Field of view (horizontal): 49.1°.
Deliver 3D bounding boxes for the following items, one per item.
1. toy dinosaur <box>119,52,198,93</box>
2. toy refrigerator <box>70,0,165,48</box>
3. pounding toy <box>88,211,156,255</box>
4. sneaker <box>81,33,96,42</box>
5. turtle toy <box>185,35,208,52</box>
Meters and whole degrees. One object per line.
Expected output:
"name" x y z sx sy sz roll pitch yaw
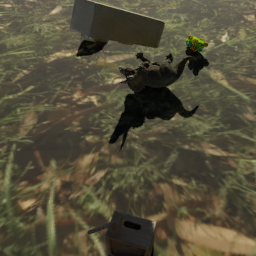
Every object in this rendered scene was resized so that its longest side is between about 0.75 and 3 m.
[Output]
"toy dinosaur" 1.028 -1.904 9.865 2.953 1.137 1.510 -2 56 -11
"toy refrigerator" -0.197 -2.508 6.906 2.259 0.790 0.857 -6 31 -43
"pounding toy" -0.101 1.917 5.357 1.209 1.376 0.630 12 44 12
"sneaker" -1.270 -4.426 12.720 0.837 0.716 1.921 31 58 16
"turtle toy" 2.799 -3.542 11.762 0.775 0.538 1.064 7 35 -28
